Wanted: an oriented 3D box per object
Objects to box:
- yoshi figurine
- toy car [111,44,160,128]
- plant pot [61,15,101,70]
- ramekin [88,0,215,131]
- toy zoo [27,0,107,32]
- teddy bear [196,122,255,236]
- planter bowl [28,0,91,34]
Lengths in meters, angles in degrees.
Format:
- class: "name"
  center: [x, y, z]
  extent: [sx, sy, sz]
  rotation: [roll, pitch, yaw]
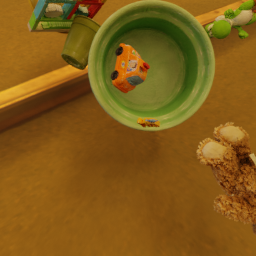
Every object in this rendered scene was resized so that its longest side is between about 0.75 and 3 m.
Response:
- class: "yoshi figurine"
  center: [2.540, -2.503, 6.608]
  extent: [1.412, 0.790, 0.793]
  rotation: [-24, 81, 18]
- class: "toy car"
  center: [0.297, -0.707, 4.984]
  extent: [0.548, 1.647, 0.808]
  rotation: [3, 59, 32]
- class: "plant pot"
  center: [-1.315, -2.366, 8.106]
  extent: [1.214, 1.214, 1.168]
  rotation: [22, 77, 22]
- class: "ramekin"
  center: [0.465, -1.359, 6.494]
  extent: [2.709, 2.709, 1.323]
  rotation: [-4, 9, -5]
- class: "toy zoo"
  center: [-1.425, -3.417, 7.455]
  extent: [1.798, 2.740, 0.280]
  rotation: [-16, 84, -38]
- class: "teddy bear"
  center: [1.895, 0.919, 4.379]
  extent: [2.129, 0.711, 1.543]
  rotation: [41, 49, -6]
- class: "planter bowl"
  center: [-1.821, -4.161, 8.615]
  extent: [2.330, 2.330, 0.970]
  rotation: [-27, 24, -27]
